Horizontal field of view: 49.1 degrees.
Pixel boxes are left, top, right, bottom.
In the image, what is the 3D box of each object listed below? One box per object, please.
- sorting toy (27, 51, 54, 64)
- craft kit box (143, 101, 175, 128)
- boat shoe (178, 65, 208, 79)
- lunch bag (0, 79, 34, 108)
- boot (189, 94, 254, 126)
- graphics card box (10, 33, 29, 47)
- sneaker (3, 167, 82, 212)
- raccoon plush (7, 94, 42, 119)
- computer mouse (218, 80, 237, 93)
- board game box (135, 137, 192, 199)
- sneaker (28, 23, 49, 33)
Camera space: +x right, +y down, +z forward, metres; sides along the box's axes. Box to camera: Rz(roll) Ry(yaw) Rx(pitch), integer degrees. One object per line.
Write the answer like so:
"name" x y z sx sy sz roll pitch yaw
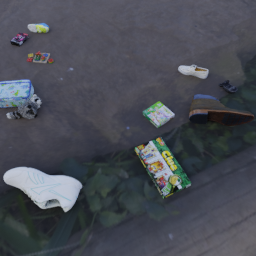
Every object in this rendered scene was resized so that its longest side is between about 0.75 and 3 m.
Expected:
"sorting toy" -4.293 -3.507 13.714 1.398 0.236 0.674 5 53 4
"craft kit box" 1.255 -0.563 11.541 0.934 0.230 0.946 -32 60 -25
"boat shoe" 3.034 -2.705 12.961 1.383 0.483 0.491 20 56 15
"lunch bag" -4.885 -1.506 11.991 1.540 0.635 1.238 -4 50 -4
"boot" 3.724 -0.822 11.287 2.492 0.931 1.208 3 56 5
"graphics card box" -5.626 -4.605 14.550 0.539 0.219 0.859 19 57 13
"sneaker" -2.917 1.997 9.187 2.648 0.931 1.061 10 57 7
"raccoon plush" -4.253 -0.926 11.572 1.412 0.683 0.946 -1 45 0
"computer mouse" 4.498 -1.774 12.456 0.602 0.229 0.869 -23 45 -14
"board game box" 1.220 1.366 10.082 1.132 0.253 2.160 -21 56 -17
"sneaker" -4.779 -5.417 15.092 1.112 0.421 0.584 12 42 0
